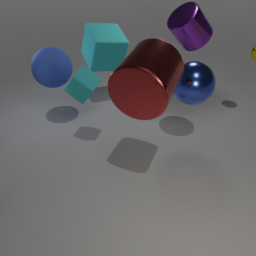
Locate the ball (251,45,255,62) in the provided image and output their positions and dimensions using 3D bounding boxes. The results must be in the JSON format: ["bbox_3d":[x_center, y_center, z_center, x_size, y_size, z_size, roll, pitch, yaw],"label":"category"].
[{"bbox_3d":[4.880,-2.759,10.280,0.700,0.700,0.700,0,31,0],"label":"ball"}]

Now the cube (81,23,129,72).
[{"bbox_3d":[-0.975,-3.288,11.431,1.400,1.400,1.400,-8,51,-25],"label":"cube"}]

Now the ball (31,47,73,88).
[{"bbox_3d":[-2.635,-2.092,9.720,1.400,1.400,1.400,0,31,0],"label":"ball"}]

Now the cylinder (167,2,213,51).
[{"bbox_3d":[2.542,-4.134,11.495,1.400,1.400,1.400,-25,47,30],"label":"cylinder"}]

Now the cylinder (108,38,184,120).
[{"bbox_3d":[0.442,-1.129,6.458,1.400,1.400,1.400,13,44,20],"label":"cylinder"}]

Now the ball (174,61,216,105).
[{"bbox_3d":[2.120,-1.455,9.112,1.400,1.400,1.400,0,31,0],"label":"ball"}]

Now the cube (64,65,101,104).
[{"bbox_3d":[-1.352,-1.297,8.387,0.700,0.700,0.700,37,44,-14],"label":"cube"}]
